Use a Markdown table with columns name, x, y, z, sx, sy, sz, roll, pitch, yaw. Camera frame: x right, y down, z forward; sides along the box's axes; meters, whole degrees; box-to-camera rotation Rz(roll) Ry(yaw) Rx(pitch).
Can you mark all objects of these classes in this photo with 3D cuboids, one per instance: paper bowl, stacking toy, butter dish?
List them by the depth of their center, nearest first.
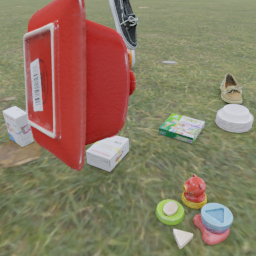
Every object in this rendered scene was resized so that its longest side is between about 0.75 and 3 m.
| name | x | y | z | sx | sy | sz | roll | pitch | yaw |
| --- | --- | --- | --- | --- | --- | --- | --- | --- | --- |
| butter dish | -0.787 | -0.906 | 5.614 | 2.089 | 2.826 | 2.818 | -6 | 13 | -34 |
| stacking toy | 1.430 | 1.784 | 6.198 | 1.399 | 0.653 | 1.546 | -12 | 33 | -19 |
| paper bowl | 3.738 | -0.400 | 9.819 | 1.222 | 0.635 | 1.222 | -1 | 31 | 1 |

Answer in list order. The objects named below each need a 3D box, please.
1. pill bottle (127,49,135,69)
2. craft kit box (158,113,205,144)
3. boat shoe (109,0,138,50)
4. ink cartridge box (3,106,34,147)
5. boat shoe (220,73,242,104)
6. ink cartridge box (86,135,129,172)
| name | x | y | z | sx | sy | sz | roll | pitch | yaw |
| --- | --- | --- | --- | --- | --- | --- | --- | --- | --- |
| pill bottle | -0.888 | -3.640 | 14.498 | 2.302 | 1.301 | 1.301 | -8 | 32 | -12 |
| craft kit box | 1.837 | -0.010 | 9.533 | 1.216 | 0.295 | 1.201 | 17 | 32 | 25 |
| boat shoe | 0.005 | -4.497 | 11.698 | 0.815 | 2.385 | 0.881 | -6 | 15 | 42 |
| ink cartridge box | -3.455 | -0.054 | 8.827 | 0.765 | 1.058 | 0.448 | 24 | 38 | 33 |
| boat shoe | 4.332 | -1.659 | 11.842 | 0.780 | 0.667 | 2.128 | 2 | 31 | 3 |
| ink cartridge box | -0.586 | 0.680 | 8.183 | 0.819 | 0.470 | 1.128 | 15 | 35 | 24 |
